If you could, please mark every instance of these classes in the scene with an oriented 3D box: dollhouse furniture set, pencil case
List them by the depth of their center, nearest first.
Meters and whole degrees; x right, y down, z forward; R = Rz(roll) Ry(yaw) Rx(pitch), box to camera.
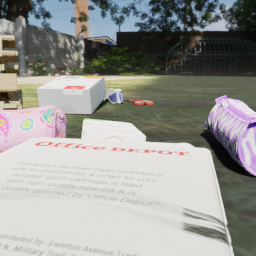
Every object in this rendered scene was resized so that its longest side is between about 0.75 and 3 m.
[{"bbox_3d":[-2.719,0.103,5.758,2.838,1.241,1.241,1,13,1],"label":"pencil case"},{"bbox_3d":[2.511,0.027,6.007,1.166,1.188,2.779,-16,13,6],"label":"pencil case"},{"bbox_3d":[-3.940,-0.882,7.719,1.805,2.382,2.717,-3,-13,-17],"label":"dollhouse furniture set"}]

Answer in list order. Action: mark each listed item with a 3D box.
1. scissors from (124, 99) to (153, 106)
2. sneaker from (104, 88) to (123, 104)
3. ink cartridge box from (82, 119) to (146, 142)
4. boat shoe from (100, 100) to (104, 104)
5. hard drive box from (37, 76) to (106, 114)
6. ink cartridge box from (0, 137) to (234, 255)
[{"bbox_3d":[0.421,-1.395,14.630,0.952,0.181,2.603,-8,14,-20],"label":"scissors"},{"bbox_3d":[-0.642,-1.773,14.831,1.092,0.764,1.891,-10,15,-31],"label":"sneaker"},{"bbox_3d":[-0.374,0.261,5.713,1.144,0.660,1.572,6,8,-9],"label":"ink cartridge box"},{"bbox_3d":[-1.600,-1.369,14.136,0.377,0.383,1.063,11,6,-43],"label":"boat shoe"},{"bbox_3d":[-2.321,-1.510,12.265,2.179,1.074,2.796,2,21,6],"label":"hard drive box"},{"bbox_3d":[-0.442,0.994,1.850,2.044,1.180,2.799,3,13,12],"label":"ink cartridge box"}]
